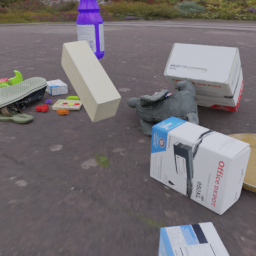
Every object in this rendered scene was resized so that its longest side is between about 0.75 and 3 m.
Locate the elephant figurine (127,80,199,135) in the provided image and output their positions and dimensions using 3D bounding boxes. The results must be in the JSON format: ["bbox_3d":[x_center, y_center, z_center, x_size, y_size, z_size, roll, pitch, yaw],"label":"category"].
[{"bbox_3d":[0.991,-0.545,9.211,2.468,1.746,1.915,-3,-18,12],"label":"elephant figurine"}]

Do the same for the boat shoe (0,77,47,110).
[{"bbox_3d":[-4.303,-1.211,11.025,1.063,0.887,2.849,22,33,20],"label":"boat shoe"}]

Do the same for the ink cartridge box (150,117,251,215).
[{"bbox_3d":[1.514,0.766,6.311,1.984,1.435,0.836,23,34,39],"label":"ink cartridge box"}]

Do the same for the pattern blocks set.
[{"bbox_3d":[-2.424,-0.914,11.235,2.035,0.165,1.789,6,27,13],"label":"pattern blocks set"}]

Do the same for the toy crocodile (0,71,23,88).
[{"bbox_3d":[-5.533,-1.579,11.480,2.613,0.807,0.882,-20,22,-1],"label":"toy crocodile"}]

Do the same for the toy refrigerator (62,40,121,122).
[{"bbox_3d":[-1.047,-1.339,7.764,0.776,0.842,2.218,-19,64,-27],"label":"toy refrigerator"}]

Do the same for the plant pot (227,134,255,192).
[{"bbox_3d":[3.510,0.922,7.215,2.777,0.382,2.777,0,25,0],"label":"plant pot"}]

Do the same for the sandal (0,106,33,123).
[{"bbox_3d":[-4.173,-0.548,10.116,1.693,0.483,0.672,8,27,17],"label":"sandal"}]

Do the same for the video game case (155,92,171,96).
[{"bbox_3d":[1.521,-1.240,11.976,0.936,0.114,1.309,6,26,12],"label":"video game case"}]

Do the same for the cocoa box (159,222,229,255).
[{"bbox_3d":[0.873,2.059,3.911,0.780,1.189,0.793,-3,26,-7],"label":"cocoa box"}]

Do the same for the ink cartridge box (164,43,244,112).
[{"bbox_3d":[2.833,-1.733,10.033,2.133,1.238,2.957,14,-7,28],"label":"ink cartridge box"}]

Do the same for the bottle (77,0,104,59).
[{"bbox_3d":[-1.482,-3.967,10.905,1.039,2.487,0.812,11,26,28],"label":"bottle"}]

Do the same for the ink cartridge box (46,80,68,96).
[{"bbox_3d":[-3.322,-1.864,12.899,0.749,0.432,1.025,-16,30,-29],"label":"ink cartridge box"}]
